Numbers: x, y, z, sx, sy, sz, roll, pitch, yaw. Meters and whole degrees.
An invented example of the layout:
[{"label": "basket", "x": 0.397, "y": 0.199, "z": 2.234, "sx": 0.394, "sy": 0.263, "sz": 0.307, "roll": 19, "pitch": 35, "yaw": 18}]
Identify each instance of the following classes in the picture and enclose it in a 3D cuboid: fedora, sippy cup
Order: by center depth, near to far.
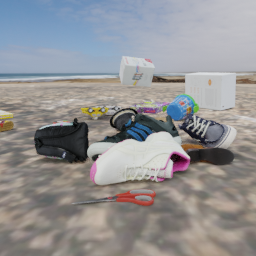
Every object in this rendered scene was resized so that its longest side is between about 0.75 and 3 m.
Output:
[{"label": "fedora", "x": -0.086, "y": -0.215, "z": 10.057, "sx": 1.095, "sy": 1.095, "sz": 0.500, "roll": -5, "pitch": 45, "yaw": -23}, {"label": "sippy cup", "x": 2.273, "y": -0.838, "z": 12.337, "sx": 1.073, "sy": 1.149, "sz": 1.464, "roll": -28, "pitch": -11, "yaw": -46}]

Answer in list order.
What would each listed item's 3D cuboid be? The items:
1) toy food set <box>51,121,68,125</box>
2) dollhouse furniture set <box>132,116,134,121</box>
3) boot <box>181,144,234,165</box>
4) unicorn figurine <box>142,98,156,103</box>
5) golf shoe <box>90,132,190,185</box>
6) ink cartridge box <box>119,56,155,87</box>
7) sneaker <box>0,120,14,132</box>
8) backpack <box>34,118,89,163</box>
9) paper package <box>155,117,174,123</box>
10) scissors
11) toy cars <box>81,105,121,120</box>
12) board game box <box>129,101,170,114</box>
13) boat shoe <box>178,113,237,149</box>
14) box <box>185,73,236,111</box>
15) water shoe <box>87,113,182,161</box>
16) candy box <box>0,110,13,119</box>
[{"label": "toy food set", "x": -2.565, "y": -0.134, "z": 10.840, "sx": 0.779, "sy": 0.189, "sz": 0.771, "roll": -10, "pitch": 15, "yaw": -37}, {"label": "dollhouse furniture set", "x": 0.631, "y": -0.068, "z": 9.372, "sx": 1.007, "sy": 0.657, "sz": 0.951, "roll": 0, "pitch": 12, "yaw": -1}, {"label": "boot", "x": 1.932, "y": 0.631, "z": 7.051, "sx": 1.157, "sy": 0.421, "sz": 1.229, "roll": -6, "pitch": 4, "yaw": 5}, {"label": "unicorn figurine", "x": 1.265, "y": -1.599, "z": 17.614, "sx": 0.757, "sy": 0.407, "sz": 1.102, "roll": 13, "pitch": 29, "yaw": 13}, {"label": "golf shoe", "x": 0.316, "y": 0.687, "z": 5.515, "sx": 2.142, "sy": 0.807, "sz": 0.980, "roll": -18, "pitch": 39, "yaw": -31}, {"label": "ink cartridge box", "x": 0.271, "y": -1.874, "z": 9.309, "sx": 1.008, "sy": 0.729, "sz": 0.733, "roll": 4, "pitch": 36, "yaw": -13}, {"label": "sneaker", "x": -4.710, "y": -0.046, "z": 10.021, "sx": 0.513, "sy": 0.426, "sz": 1.138, "roll": 0, "pitch": 3, "yaw": 35}, {"label": "backpack", "x": -1.622, "y": 0.348, "z": 6.889, "sx": 1.277, "sy": 1.065, "sz": 0.808, "roll": -2, "pitch": -9, "yaw": 5}, {"label": "paper package", "x": 1.201, "y": -0.153, "z": 10.443, "sx": 0.753, "sy": 0.390, "sz": 0.718, "roll": -11, "pitch": 16, "yaw": -40}, {"label": "scissors", "x": -0.223, "y": 1.187, "z": 4.770, "sx": 1.413, "sy": 0.098, "sz": 0.517, "roll": -1, "pitch": 14, "yaw": 0}, {"label": "toy cars", "x": -1.211, "y": -0.734, "z": 13.009, "sx": 1.097, "sy": 0.542, "sz": 2.448, "roll": 4, "pitch": 9, "yaw": 24}, {"label": "board game box", "x": 1.236, "y": -1.159, "z": 15.464, "sx": 1.508, "sy": 0.406, "sz": 2.513, "roll": 1, "pitch": 11, "yaw": 26}, {"label": "boat shoe", "x": 1.972, "y": 0.069, "z": 7.414, "sx": 0.960, "sy": 0.773, "sz": 2.071, "roll": 32, "pitch": -4, "yaw": -5}, {"label": "box", "x": 4.698, "y": -2.168, "z": 16.145, "sx": 1.362, "sy": 1.950, "sz": 2.562, "roll": -14, "pitch": 18, "yaw": -35}, {"label": "water shoe", "x": 0.126, "y": 0.207, "z": 6.640, "sx": 2.602, "sy": 1.027, "sz": 0.930, "roll": -3, "pitch": -19, "yaw": -39}, {"label": "candy box", "x": -6.204, "y": -0.642, "z": 13.190, "sx": 0.887, "sy": 0.229, "sz": 1.736, "roll": -8, "pitch": 14, "yaw": -44}]
